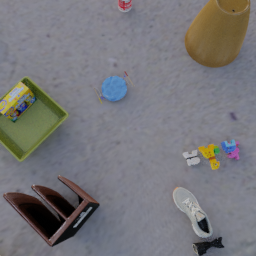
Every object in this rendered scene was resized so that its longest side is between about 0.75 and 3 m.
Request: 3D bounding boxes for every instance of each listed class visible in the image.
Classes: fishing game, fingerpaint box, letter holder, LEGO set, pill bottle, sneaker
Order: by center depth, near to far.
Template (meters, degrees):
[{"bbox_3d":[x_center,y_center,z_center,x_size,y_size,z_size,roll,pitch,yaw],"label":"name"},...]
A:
[{"bbox_3d":[-2.114,2.120,8.255,1.961,2.759,1.387,39,77,11],"label":"letter holder"},{"bbox_3d":[2.168,2.689,9.093,0.693,0.842,1.830,-33,76,-10],"label":"sneaker"},{"bbox_3d":[3.035,0.998,9.635,2.051,0.782,0.842,-12,74,-2],"label":"LEGO set"},{"bbox_3d":[-3.903,-0.878,9.891,0.449,1.022,1.225,38,76,9],"label":"fingerpaint box"},{"bbox_3d":[-0.510,-1.490,10.672,1.443,0.224,1.034,-31,76,-1],"label":"fishing game"},{"bbox_3d":[-0.133,-5.256,11.365,0.563,1.003,0.563,0,73,0],"label":"pill bottle"}]

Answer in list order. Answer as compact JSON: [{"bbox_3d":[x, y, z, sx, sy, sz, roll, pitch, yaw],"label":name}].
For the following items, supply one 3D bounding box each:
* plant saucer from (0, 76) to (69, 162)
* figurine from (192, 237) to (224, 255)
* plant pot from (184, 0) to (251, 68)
[{"bbox_3d":[-3.686,-0.317,10.131,2.346,0.562,2.342,41,78,11],"label":"plant saucer"},{"bbox_3d":[2.691,4.080,8.929,0.983,0.434,1.008,-12,75,-8],"label":"figurine"},{"bbox_3d":[3.397,-3.777,10.203,2.256,2.421,2.256,0,74,1],"label":"plant pot"}]
